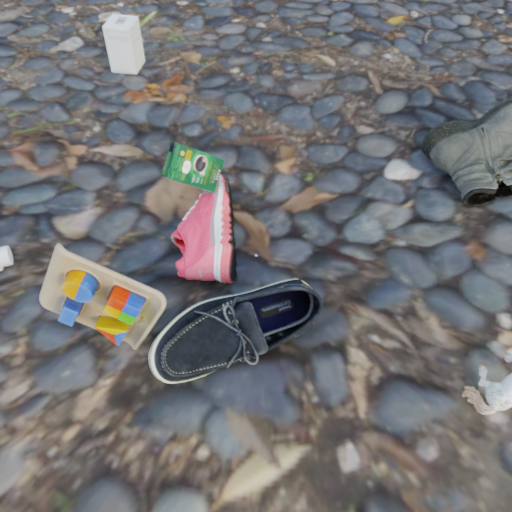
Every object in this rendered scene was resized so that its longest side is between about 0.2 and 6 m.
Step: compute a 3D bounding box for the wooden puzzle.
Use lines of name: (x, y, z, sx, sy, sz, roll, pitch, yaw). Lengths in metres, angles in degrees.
wooden puzzle: (-2.019, 0.630, 7.094, 1.490, 1.380, 0.345, 29, 47, -10)

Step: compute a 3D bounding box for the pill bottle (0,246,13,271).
pill bottle: (-4.297, 0.075, 8.817, 0.816, 0.446, 0.446, -13, 48, -11)

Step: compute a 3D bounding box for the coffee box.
coffee box: (-0.982, -1.375, 8.756, 0.937, 0.576, 0.206, 11, 9, -40)

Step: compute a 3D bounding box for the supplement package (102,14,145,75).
supplement package: (-3.062, -4.911, 13.030, 0.665, 1.135, 0.663, 7, 47, 7)

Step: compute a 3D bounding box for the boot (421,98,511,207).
boot: (4.683, -1.876, 10.480, 2.822, 0.956, 1.843, -21, 56, -10)

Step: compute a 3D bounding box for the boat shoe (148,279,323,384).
boat shoe: (-0.218, 0.968, 7.528, 2.549, 0.951, 0.793, -20, 6, -20)

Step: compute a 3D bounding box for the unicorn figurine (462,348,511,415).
unicorn figurine: (3.263, 1.508, 6.965, 0.512, 1.386, 0.952, 33, 15, -8)

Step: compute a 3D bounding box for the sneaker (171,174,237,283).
sneaker: (-0.877, -0.542, 9.119, 1.023, 0.869, 2.358, -5, 46, 0)
